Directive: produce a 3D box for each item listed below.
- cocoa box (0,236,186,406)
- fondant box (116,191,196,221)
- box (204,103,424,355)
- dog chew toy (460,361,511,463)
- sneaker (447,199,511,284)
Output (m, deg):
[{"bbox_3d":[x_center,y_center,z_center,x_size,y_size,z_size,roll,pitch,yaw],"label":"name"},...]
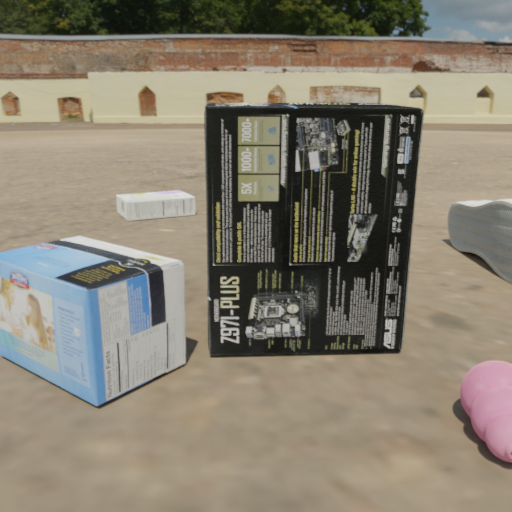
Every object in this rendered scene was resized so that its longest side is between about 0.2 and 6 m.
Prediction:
[{"bbox_3d":[-1.527,0.489,5.046,1.549,1.033,1.016,12,20,37],"label":"cocoa box"},{"bbox_3d":[-2.127,-1.076,11.826,1.440,0.419,1.039,-6,17,-25],"label":"fondant box"},{"bbox_3d":[0.458,-0.283,5.432,1.894,2.313,0.996,-1,17,-3],"label":"box"},{"bbox_3d":[1.740,1.109,3.943,0.515,0.515,0.828,3,24,10],"label":"dog chew toy"},{"bbox_3d":[4.098,-0.341,7.901,1.765,1.125,3.053,-3,14,-1],"label":"sneaker"}]
